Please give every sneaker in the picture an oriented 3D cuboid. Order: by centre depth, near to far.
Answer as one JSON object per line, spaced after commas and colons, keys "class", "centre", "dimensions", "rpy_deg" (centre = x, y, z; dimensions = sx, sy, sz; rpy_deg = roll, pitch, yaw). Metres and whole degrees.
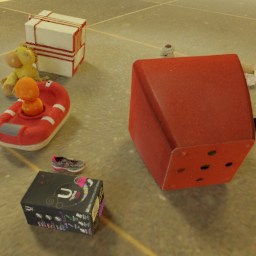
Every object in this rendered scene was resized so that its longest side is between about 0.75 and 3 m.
{"class": "sneaker", "centre": [-1.766, 1.048, 8.309], "dimensions": [1.028, 0.384, 0.414], "rpy_deg": [1, 37, 0]}

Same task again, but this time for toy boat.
{"class": "toy boat", "centre": [-3.208, -0.792, 9.416], "dimensions": [1.956, 1.959, 2.997], "rpy_deg": [9, 38, 12]}

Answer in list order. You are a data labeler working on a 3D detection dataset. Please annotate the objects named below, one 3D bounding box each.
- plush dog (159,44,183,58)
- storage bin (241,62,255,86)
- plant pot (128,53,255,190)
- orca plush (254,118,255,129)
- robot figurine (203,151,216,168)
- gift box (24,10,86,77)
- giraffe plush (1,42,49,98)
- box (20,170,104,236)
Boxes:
{"class": "plush dog", "centre": [1.961, -2.877, 13.111], "dimensions": [1.380, 1.289, 1.607], "rpy_deg": [33, 75, 17]}
{"class": "storage bin", "centre": [5.247, -2.512, 12.851], "dimensions": [1.192, 0.563, 1.201], "rpy_deg": [12, 38, 16]}
{"class": "plant pot", "centre": [1.720, 0.018, 7.809], "dimensions": [2.998, 2.995, 2.642], "rpy_deg": [-5, 50, -7]}
{"class": "orca plush", "centre": [4.964, -0.310, 9.828], "dimensions": [1.974, 0.702, 1.038], "rpy_deg": [20, 42, 24]}
{"class": "robot figurine", "centre": [2.331, 0.299, 8.002], "dimensions": [1.153, 1.749, 1.994], "rpy_deg": [-1, 23, -3]}
{"class": "gift box", "centre": [-3.486, -4.067, 13.490], "dimensions": [2.507, 2.477, 2.684], "rpy_deg": [11, 34, 1]}
{"class": "giraffe plush", "centre": [-4.425, -2.573, 11.890], "dimensions": [1.925, 1.809, 2.231], "rpy_deg": [19, 41, 23]}
{"class": "box", "centre": [-1.536, 1.813, 6.855], "dimensions": [1.723, 0.914, 1.053], "rpy_deg": [6, 37, 9]}
